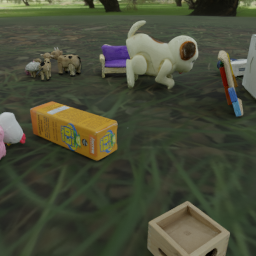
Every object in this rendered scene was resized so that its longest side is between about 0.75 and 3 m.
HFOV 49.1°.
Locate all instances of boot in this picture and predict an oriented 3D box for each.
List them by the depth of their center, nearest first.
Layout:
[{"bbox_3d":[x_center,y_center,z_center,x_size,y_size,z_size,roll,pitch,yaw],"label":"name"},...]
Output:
[{"bbox_3d":[4.959,-2.672,11.871,2.207,0.803,0.997,-1,31,0],"label":"boot"}]

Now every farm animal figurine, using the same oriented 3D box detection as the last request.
[{"bbox_3d":[-3.176,-2.760,11.726,2.195,1.104,1.772,-13,29,-26],"label":"farm animal figurine"}]

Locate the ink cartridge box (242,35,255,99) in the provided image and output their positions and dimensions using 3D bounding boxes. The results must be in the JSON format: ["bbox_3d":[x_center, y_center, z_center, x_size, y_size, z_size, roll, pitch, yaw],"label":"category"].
[{"bbox_3d":[5.413,-1.949,9.148,2.601,1.890,1.881,2,26,5],"label":"ink cartridge box"}]

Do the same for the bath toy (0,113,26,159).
[{"bbox_3d":[-2.799,0.370,5.666,0.795,0.935,2.150,41,19,-8],"label":"bath toy"}]

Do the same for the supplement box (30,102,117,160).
[{"bbox_3d":[-1.281,0.005,6.471,2.172,0.723,0.747,16,28,31],"label":"supplement box"}]

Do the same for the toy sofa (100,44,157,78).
[{"bbox_3d":[0.062,-2.839,11.795,2.486,1.213,1.029,-2,26,-5],"label":"toy sofa"}]

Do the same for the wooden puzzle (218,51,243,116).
[{"bbox_3d":[2.980,-1.357,8.277,0.330,1.904,2.822,-17,8,25],"label":"wooden puzzle"}]

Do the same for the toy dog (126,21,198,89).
[{"bbox_3d":[1.258,-2.628,10.169,2.496,2.420,1.742,-2,13,9],"label":"toy dog"}]

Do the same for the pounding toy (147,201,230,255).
[{"bbox_3d":[0.665,1.600,3.410,1.185,0.542,1.041,-17,31,-31],"label":"pounding toy"}]
